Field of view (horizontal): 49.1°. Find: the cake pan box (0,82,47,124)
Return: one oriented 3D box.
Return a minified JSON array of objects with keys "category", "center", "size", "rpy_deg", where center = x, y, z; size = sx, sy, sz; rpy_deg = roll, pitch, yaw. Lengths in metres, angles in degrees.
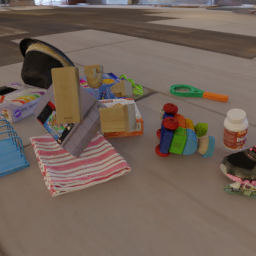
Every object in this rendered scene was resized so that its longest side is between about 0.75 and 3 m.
[{"category":"cake pan box","center":[-4.285,-1.038,10.528],"size":[2.239,0.586,2.062],"rpy_deg":[16,31,27]}]

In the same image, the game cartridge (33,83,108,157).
[{"category":"game cartridge","center":[-1.710,-0.463,7.973],"size":[1.622,0.480,2.502],"rpy_deg":[-51,52,-1]}]

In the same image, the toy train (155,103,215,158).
[{"category":"toy train","center":[1.700,-0.092,8.444],"size":[1.520,1.112,2.626],"rpy_deg":[13,30,2]}]

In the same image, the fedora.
[{"category":"fedora","center":[-3.477,-2.256,11.398],"size":[2.974,2.974,1.358],"rpy_deg":[17,68,27]}]

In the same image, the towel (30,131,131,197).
[{"category":"towel","center":[-1.415,0.651,7.667],"size":[2.049,0.419,2.800],"rpy_deg":[-13,32,-24]}]

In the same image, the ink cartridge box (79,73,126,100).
[{"category":"ink cartridge box","center":[-1.017,-1.624,11.374],"size":[2.054,0.784,1.401],"rpy_deg":[-12,32,-24]}]

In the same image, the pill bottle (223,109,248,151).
[{"category":"pill bottle","center":[3.011,0.043,7.852],"size":[0.634,1.130,0.634],"rpy_deg":[-8,40,7]}]

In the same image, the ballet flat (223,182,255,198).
[{"category":"ballet flat","center":[2.635,1.387,6.475],"size":[0.831,0.309,0.309],"rpy_deg":[9,31,13]}]

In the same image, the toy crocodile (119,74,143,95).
[{"category":"toy crocodile","center":[0.062,-1.803,11.943],"size":[0.601,0.550,1.780],"rpy_deg":[23,15,-43]}]

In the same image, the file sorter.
[{"category":"file sorter","center":[-3.526,0.439,7.457],"size":[1.125,0.995,1.622],"rpy_deg":[-20,35,-30]}]

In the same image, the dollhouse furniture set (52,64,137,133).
[{"category":"dollhouse furniture set","center":[-0.776,-0.727,7.233],"size":[1.747,1.662,1.424],"rpy_deg":[-4,5,9]}]

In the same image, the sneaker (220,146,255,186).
[{"category":"sneaker","center":[3.605,0.571,6.912],"size":[2.773,1.322,1.095],"rpy_deg":[-8,32,-11]}]

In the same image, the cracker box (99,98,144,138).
[{"category":"cracker box","center":[-0.281,-0.394,9.390],"size":[1.254,0.540,1.872],"rpy_deg":[-5,29,-9]}]

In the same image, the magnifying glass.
[{"category":"magnifying glass","center":[2.892,-1.446,11.573],"size":[2.425,0.272,0.965],"rpy_deg":[18,34,27]}]
